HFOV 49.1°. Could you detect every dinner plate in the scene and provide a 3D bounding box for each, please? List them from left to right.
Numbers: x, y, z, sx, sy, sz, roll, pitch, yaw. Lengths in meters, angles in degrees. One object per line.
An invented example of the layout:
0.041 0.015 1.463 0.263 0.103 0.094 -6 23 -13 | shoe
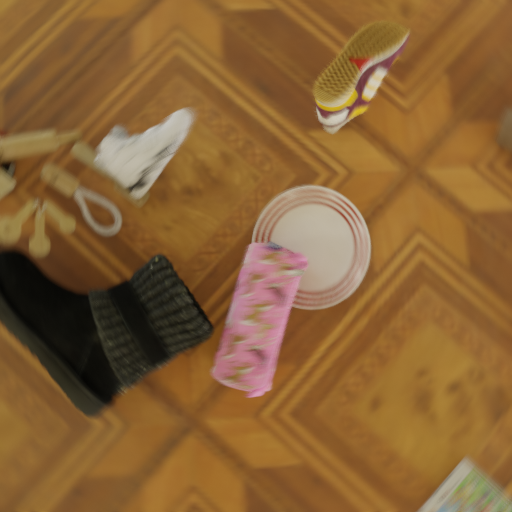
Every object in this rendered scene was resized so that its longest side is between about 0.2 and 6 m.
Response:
0.923 -0.138 9.592 2.097 0.254 2.097 1 92 24 | dinner plate

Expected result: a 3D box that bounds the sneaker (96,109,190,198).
-1.927 -1.873 9.335 1.069 0.699 1.860 33 124 -15 | sneaker

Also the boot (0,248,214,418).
-2.583 0.648 9.192 2.545 1.281 3.404 -39 94 1 | boot

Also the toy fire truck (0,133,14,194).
-4.782 -1.688 9.618 0.789 1.227 1.080 7 82 1 | toy fire truck

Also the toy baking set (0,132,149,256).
-3.444 -1.171 9.699 2.857 0.332 2.192 -22 81 -26 | toy baking set

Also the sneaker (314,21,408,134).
1.850 -3.184 9.958 0.847 1.019 2.261 39 75 26 | sneaker

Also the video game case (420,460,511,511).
3.552 4.240 9.269 1.244 0.137 1.132 43 84 6 | video game case

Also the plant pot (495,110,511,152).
4.790 -2.157 9.869 0.939 1.076 1.076 22 82 20 | plant pot

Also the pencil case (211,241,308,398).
0.052 1.019 9.249 1.023 1.069 2.471 18 87 -9 | pencil case
